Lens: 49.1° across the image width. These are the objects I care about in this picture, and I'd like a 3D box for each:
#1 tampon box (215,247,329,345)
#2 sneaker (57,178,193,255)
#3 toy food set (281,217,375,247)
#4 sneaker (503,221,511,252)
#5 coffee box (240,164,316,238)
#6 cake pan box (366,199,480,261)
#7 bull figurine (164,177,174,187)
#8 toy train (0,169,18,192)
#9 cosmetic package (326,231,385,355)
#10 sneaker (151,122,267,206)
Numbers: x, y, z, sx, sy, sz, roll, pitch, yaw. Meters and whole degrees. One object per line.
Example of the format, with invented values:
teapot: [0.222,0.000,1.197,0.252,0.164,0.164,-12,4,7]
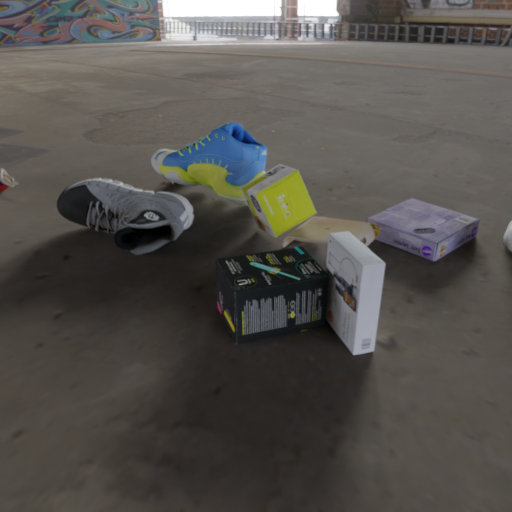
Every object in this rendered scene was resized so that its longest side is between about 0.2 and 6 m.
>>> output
tampon box: [0.222,0.582,8.776,1.496,0.944,1.121,-9,29,-16]
sneaker: [-2.856,-0.759,11.332,2.948,1.106,1.702,4,29,6]
toy food set: [1.440,-0.325,11.245,1.577,0.476,1.131,9,29,33]
sneaker: [5.252,-0.327,10.706,0.730,0.854,1.960,4,26,10]
coffee box: [0.442,-1.146,11.538,1.032,1.030,1.021,-31,22,-10]
cake pan box: [3.483,-0.612,11.700,1.677,0.476,1.821,26,37,38]
bull figurine: [-2.065,-2.145,14.861,0.606,0.325,0.998,29,39,36]
toy train: [-7.013,-1.939,13.727,1.600,1.170,2.765,-27,36,-25]
cosmetic package: [1.401,0.532,8.286,0.382,1.480,1.116,-7,27,-14]
sneaker: [-1.035,-2.470,13.548,3.395,1.783,1.286,22,21,25]
